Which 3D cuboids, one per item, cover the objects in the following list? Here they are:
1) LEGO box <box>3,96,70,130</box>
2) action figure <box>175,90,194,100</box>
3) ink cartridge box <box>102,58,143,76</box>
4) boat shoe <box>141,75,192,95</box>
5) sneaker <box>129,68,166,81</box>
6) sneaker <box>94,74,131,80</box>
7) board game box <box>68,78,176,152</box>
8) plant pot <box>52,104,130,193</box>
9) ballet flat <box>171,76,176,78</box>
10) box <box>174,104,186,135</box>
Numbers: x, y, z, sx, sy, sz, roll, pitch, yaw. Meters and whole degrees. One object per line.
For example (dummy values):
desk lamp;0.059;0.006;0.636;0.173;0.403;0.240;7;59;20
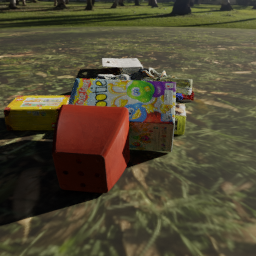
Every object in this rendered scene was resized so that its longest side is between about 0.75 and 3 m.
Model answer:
LEGO box;-2.876;-0.527;9.224;1.876;0.724;1.397;0;24;-1
action figure;1.611;-1.411;11.516;2.104;0.544;0.688;-1;27;4
ink cartridge box;-0.391;-3.532;16.071;2.177;0.553;2.471;-1;24;-5
boat shoe;1.392;-1.615;10.075;1.851;0.574;0.666;11;4;3
sneaker;0.631;-2.292;12.877;2.467;0.980;0.968;7;27;19
sneaker;-0.842;-1.941;12.301;1.282;0.786;1.970;-20;31;-34
board game box;-0.120;-0.339;7.440;2.657;1.393;1.369;3;56;7
plant pot;-0.834;0.531;6.126;1.568;1.566;1.382;3;36;7
ballet flat;2.079;-2.007;12.618;0.551;0.551;1.586;1;25;2
box;0.414;-0.365;8.902;2.755;0.690;1.037;2;26;7
